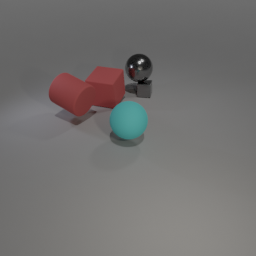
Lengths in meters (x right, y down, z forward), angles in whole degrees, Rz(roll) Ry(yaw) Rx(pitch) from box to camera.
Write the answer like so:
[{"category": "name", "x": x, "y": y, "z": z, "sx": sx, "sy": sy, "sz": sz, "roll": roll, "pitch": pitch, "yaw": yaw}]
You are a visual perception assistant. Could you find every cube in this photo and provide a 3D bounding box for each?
[{"category": "cube", "x": 0.858, "y": -2.034, "z": 14.432, "sx": 0.700, "sy": 0.700, "sz": 0.700, "roll": 3, "pitch": 29, "yaw": 11}, {"category": "cube", "x": -1.046, "y": -1.958, "z": 13.436, "sx": 1.400, "sy": 1.400, "sz": 1.400, "roll": 10, "pitch": 43, "yaw": 17}]

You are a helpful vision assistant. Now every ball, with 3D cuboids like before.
[{"category": "ball", "x": 0.551, "y": -3.027, "z": 14.122, "sx": 1.400, "sy": 1.400, "sz": 1.400, "roll": 0, "pitch": 31, "yaw": 0}, {"category": "ball", "x": 0.026, "y": -0.283, "z": 10.241, "sx": 1.400, "sy": 1.400, "sz": 1.400, "roll": 0, "pitch": 31, "yaw": 0}]

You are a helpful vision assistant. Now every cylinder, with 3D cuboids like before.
[{"category": "cylinder", "x": -2.308, "y": -1.396, "z": 11.666, "sx": 1.400, "sy": 1.400, "sz": 1.400, "roll": 29, "pitch": 40, "yaw": 20}]
